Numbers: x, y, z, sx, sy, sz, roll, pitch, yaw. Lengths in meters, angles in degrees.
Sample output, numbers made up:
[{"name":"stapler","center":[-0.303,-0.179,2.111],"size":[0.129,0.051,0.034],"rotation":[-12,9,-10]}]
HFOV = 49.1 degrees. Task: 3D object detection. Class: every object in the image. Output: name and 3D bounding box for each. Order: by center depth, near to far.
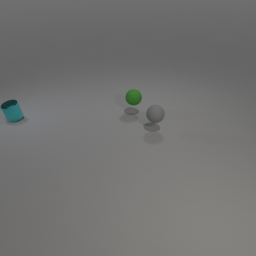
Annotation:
[{"name":"ball","center":[1.045,-0.534,10.646],"size":[0.700,0.700,0.700],"rotation":[0,29,0]},{"name":"cylinder","center":[-4.859,-0.724,11.754],"size":[0.700,0.700,0.700],"rotation":[-8,37,6]},{"name":"ball","center":[0.241,-1.302,11.878],"size":[0.700,0.700,0.700],"rotation":[0,29,0]}]
